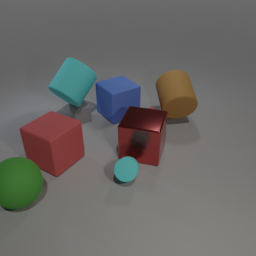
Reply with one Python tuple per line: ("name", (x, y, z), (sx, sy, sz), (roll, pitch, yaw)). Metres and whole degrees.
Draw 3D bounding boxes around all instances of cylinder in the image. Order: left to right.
("cylinder", (-2.157, -1.779, 10.991), (1.400, 1.400, 1.400), (24, 78, 32))
("cylinder", (-0.038, 1.233, 8.477), (0.700, 0.700, 0.700), (4, -2, 6))
("cylinder", (1.898, -1.317, 11.066), (1.400, 1.400, 1.400), (-4, 56, -6))

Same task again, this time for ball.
("ball", (-3.063, 1.500, 7.691), (1.400, 1.400, 1.400), (0, 33, 0))

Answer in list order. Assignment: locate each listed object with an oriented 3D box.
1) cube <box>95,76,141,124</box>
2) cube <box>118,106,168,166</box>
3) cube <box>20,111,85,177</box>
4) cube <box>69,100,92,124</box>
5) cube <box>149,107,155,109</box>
("cube", (-0.422, -1.237, 11.952), (1.400, 1.400, 1.400), (-20, 38, -28))
("cube", (0.521, 0.242, 9.627), (1.400, 1.400, 1.400), (9, 34, 13))
("cube", (-2.449, 0.473, 9.258), (1.400, 1.400, 1.400), (18, 36, 27))
("cube", (-1.981, -0.646, 11.684), (0.700, 0.700, 0.700), (-18, 37, -25))
("cube", (0.812, -0.324, 11.156), (0.700, 0.700, 0.700), (-9, 36, -13))
